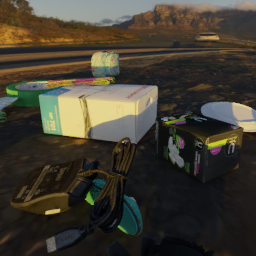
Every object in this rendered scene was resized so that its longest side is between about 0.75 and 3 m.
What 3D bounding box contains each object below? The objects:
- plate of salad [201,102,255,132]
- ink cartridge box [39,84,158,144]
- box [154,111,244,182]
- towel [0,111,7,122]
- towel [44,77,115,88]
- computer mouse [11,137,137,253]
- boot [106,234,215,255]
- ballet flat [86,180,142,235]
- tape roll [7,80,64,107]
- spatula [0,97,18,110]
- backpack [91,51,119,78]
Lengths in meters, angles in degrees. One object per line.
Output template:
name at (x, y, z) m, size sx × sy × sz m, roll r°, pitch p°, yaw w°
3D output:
plate of salad at (3.207, -0.301, 8.503) m, size 2.005 × 0.481 × 2.005 m, roll 4°, pitch 29°, yaw -2°
ink cartridge box at (-0.748, -0.559, 8.093) m, size 2.808 × 1.206 × 2.056 m, roll 7°, pitch 21°, yaw 20°
box at (1.470, 0.313, 6.044) m, size 1.132 × 0.947 × 1.524 m, roll -13°, pitch 23°, yaw -32°
towel at (-5.461, -0.388, 8.839) m, size 2.671 × 0.410 × 1.992 m, roll -14°, pitch 25°, yaw -34°
towel at (-1.475, -1.478, 9.020) m, size 2.082 × 0.237 × 1.495 m, roll -3°, pitch 11°, yaw 2°
computer mouse at (-0.879, 1.098, 4.038) m, size 2.325 × 0.535 × 1.633 m, roll -20°, pitch 32°, yaw 24°
boot at (0.166, 1.907, 1.644) m, size 2.298 × 1.038 × 2.804 m, roll -6°, pitch 20°, yaw -28°
ballet flat at (-0.175, 1.165, 4.431) m, size 0.500 × 0.478 × 1.421 m, roll -3°, pitch 17°, yaw -45°
tape roll at (-3.635, -1.480, 11.600) m, size 2.526 × 0.607 × 2.526 m, roll -1°, pitch 20°, yaw 0°
spatula at (-4.796, -0.678, 8.984) m, size 1.944 × 0.225 × 2.796 m, roll 1°, pitch 16°, yaw -8°
backpack at (-1.317, -3.640, 16.221) m, size 1.326 × 1.563 × 1.761 m, roll 10°, pitch 21°, yaw 31°
